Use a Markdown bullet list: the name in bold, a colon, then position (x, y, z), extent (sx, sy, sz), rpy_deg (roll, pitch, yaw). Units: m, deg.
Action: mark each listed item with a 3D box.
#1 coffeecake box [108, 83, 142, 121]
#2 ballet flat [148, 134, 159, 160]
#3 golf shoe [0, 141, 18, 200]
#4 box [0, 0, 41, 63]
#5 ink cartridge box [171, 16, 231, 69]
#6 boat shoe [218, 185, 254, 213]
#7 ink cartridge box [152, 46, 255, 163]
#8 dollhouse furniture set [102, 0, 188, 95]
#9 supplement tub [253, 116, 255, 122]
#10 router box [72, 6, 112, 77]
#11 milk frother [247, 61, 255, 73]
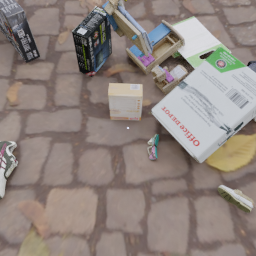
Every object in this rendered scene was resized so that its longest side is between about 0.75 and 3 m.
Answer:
- **coffeecake box**: position (-0.067, -0.749, 8.344), extent (0.958, 1.248, 0.456), rpy_deg (2, 58, 1)
- **ballet flat**: position (0.721, 0.539, 8.151), extent (0.300, 0.291, 0.843), rpy_deg (-5, 57, 20)
- **golf shoe**: position (-3.407, 1.074, 7.588), extent (0.771, 0.676, 1.752), rpy_deg (-9, 59, -14)
- **box**: position (-4.155, -3.792, 9.818), extent (0.617, 1.954, 2.478), rpy_deg (-33, 63, -19)
- **ink cartridge box**: position (2.355, -2.997, 10.162), extent (1.625, 0.536, 2.233), rpy_deg (-25, 64, -14)
- **boat shoe**: position (2.813, 1.790, 7.332), extent (0.966, 0.361, 0.330), rpy_deg (37, 60, 11)
- **ink cartridge box**: position (2.277, -0.591, 7.796), extent (2.642, 1.098, 1.937), rpy_deg (-42, 65, 5)
- **dollhouse furniture set**: position (0.863, -2.893, 8.630), extent (1.715, 2.629, 2.482), rpy_deg (-39, 64, 1)
- **supplement tub**: position (4.303, -0.602, 8.628), extent (0.606, 0.606, 0.989), rpy_deg (27, 61, 16)
- **router box**: position (-1.122, -2.803, 9.279), extent (0.570, 1.835, 1.375), rpy_deg (25, 62, 13)
- **milk frother**: position (3.554, -1.400, 8.754), extent (1.323, 1.244, 1.194), rpy_deg (-12, 58, -7)
